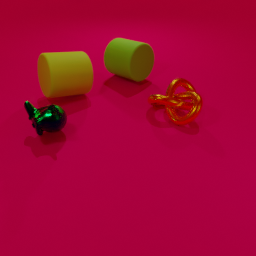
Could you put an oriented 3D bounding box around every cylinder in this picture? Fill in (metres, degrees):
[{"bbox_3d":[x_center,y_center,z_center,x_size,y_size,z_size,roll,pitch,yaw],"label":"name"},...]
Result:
[{"bbox_3d":[-2.053,-1.749,9.144,1.397,1.397,1.397,-12,39,-31],"label":"cylinder"},{"bbox_3d":[0.040,-2.493,10.192,1.338,1.338,1.338,26,45,38],"label":"cylinder"}]

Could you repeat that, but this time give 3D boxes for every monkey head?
[{"bbox_3d":[-2.229,-0.371,7.664,0.942,1.564,1.125,-30,87,-12],"label":"monkey head"}]

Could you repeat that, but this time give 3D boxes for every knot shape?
[{"bbox_3d":[1.411,-0.843,8.640,1.634,0.807,1.746,2,40,7],"label":"knot shape"}]
